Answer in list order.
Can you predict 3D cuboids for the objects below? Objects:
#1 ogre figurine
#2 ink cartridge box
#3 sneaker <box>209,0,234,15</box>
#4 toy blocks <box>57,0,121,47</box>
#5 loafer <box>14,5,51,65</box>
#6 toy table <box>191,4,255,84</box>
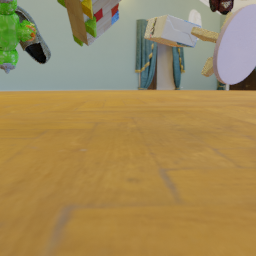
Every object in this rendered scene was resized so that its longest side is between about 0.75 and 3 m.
[{"bbox_3d":[-2.819,-2.319,6.318,1.243,2.533,1.518,13,30,-36],"label":"ogre figurine"},{"bbox_3d":[1.520,-3.615,10.612,1.363,0.803,2.368,11,14,-18],"label":"ink cartridge box"},{"bbox_3d":[2.535,-3.525,6.742,0.949,1.449,2.508,-3,18,3],"label":"sneaker"},{"bbox_3d":[-0.567,-2.597,5.505,0.976,1.336,1.954,40,-17,12],"label":"toy blocks"},{"bbox_3d":[-2.800,-2.585,7.933,0.721,1.918,0.668,-32,44,5],"label":"loafer"},{"bbox_3d":[2.223,-1.828,6.201,1.539,1.674,0.981,33,2,-22],"label":"toy table"}]
